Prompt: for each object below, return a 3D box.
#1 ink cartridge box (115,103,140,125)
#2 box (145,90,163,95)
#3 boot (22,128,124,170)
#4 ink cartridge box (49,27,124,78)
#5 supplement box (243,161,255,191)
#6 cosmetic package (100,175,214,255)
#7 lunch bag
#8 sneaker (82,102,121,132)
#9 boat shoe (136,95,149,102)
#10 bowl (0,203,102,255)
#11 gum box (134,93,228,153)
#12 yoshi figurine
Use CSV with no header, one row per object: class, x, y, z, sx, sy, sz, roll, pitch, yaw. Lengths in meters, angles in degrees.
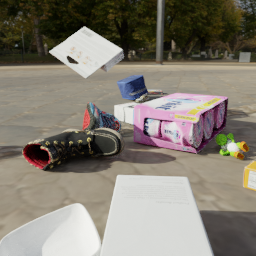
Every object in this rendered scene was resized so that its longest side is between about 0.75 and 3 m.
ink cartridge box,0.266,-0.484,9.375,0.902,0.520,1.243,-13,20,-39
box,1.386,-1.974,15.429,0.979,0.185,0.669,-1,15,-3
boot,-1.141,0.418,5.835,1.826,0.668,1.375,7,16,33
ink cartridge box,-1.306,-2.322,8.885,1.812,0.395,1.573,37,68,24
supplement box,2.569,0.911,4.566,1.237,0.426,0.412,16,21,41
cosmetic package,0.273,1.213,2.921,0.996,0.726,1.960,1,17,4
lunch bag,0.202,-1.924,13.642,1.053,1.025,1.549,-25,18,-18
sneaker,-0.637,-0.195,7.361,0.977,0.811,2.044,9,3,-3
boat shoe,0.671,-1.368,13.083,0.769,0.263,0.287,-14,21,-42
bowl,-0.779,1.314,2.852,1.018,0.380,1.017,-21,21,-16
gum box,1.525,-0.261,7.696,1.680,0.979,2.960,9,18,31
yoshi figurine,2.297,0.382,6.397,0.490,0.488,0.872,-11,15,-14
